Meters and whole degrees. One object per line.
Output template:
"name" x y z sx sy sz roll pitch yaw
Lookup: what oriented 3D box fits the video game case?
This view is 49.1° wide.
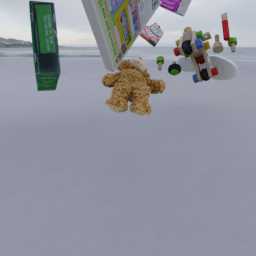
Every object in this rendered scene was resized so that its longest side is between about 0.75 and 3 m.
"video game case" -0.028 -2.199 4.529 0.224 1.847 2.029 26 -17 18

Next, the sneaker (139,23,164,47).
"sneaker" 0.845 -4.097 11.683 1.494 0.801 0.499 46 16 25

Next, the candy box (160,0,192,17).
"candy box" 1.224 -3.246 6.517 0.323 1.059 0.722 6 28 -41

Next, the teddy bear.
"teddy bear" 0.097 -0.873 5.534 1.248 0.575 1.722 17 45 16

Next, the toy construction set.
"toy construction set" 2.195 -2.605 8.377 1.806 1.664 2.166 19 -30 -25

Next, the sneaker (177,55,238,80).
"sneaker" 3.121 -2.373 10.335 2.258 0.831 1.332 22 31 37

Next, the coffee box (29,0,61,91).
"coffee box" -2.301 -2.068 7.776 0.631 1.763 2.868 -5 -1 -17
